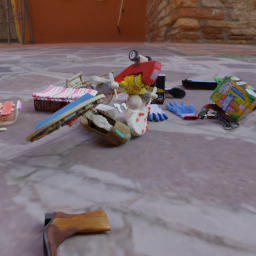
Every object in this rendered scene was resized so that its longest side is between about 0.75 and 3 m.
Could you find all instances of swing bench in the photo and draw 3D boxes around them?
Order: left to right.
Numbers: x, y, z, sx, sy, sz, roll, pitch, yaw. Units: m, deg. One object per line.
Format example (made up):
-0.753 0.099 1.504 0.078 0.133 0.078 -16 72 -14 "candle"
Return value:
-1.948 -2.253 15.189 2.138 1.387 2.127 0 22 13 "swing bench"

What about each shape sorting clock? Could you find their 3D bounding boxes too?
-1.896 -0.279 8.679 2.759 0.541 2.759 -34 5 3 "shape sorting clock"

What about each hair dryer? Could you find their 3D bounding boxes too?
3.958 -0.493 12.068 1.683 0.600 2.209 25 35 17 "hair dryer"

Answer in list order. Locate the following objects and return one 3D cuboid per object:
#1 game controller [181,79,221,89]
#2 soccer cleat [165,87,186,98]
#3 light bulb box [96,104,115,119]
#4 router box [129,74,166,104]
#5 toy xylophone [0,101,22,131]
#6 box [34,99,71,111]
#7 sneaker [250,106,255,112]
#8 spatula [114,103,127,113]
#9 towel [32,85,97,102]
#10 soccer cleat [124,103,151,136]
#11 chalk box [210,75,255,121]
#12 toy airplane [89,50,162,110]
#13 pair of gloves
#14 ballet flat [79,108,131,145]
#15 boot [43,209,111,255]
4.792 -2.823 17.567 2.837 0.597 1.480 4 22 7 "game controller"
2.312 -1.975 15.529 1.763 0.601 0.645 4 9 6 "soccer cleat"
-1.189 -0.593 11.979 0.923 0.576 0.915 19 29 41 "light bulb box"
0.972 -2.033 14.381 1.883 1.480 0.492 5 22 13 "router box"
-5.809 -0.467 11.460 2.898 0.728 2.122 -10 24 -23 "toy xylophone"
-3.621 -1.174 13.457 1.584 0.593 0.793 3 21 2 "box"
5.453 -1.120 13.262 0.986 0.646 1.706 16 28 42 "sneaker"
-0.091 -1.024 13.704 1.009 0.117 1.451 -4 22 -12 "spatula"
-2.965 -1.643 13.365 2.602 0.389 1.904 5 20 11 "towel"
0.274 -0.359 11.198 1.036 0.926 2.672 -19 21 19 "soccer cleat"
4.469 -1.458 12.045 1.247 1.238 1.998 -13 52 -48 "chalk box"
-0.087 -1.458 10.609 2.629 1.855 2.618 -13 -19 -8 "toy airplane"
1.832 -0.810 12.907 2.763 0.315 2.221 -2 22 -6 "pair of gloves"
-1.124 -0.244 10.298 2.928 0.993 1.059 30 -8 45 "ballet flat"
-1.008 2.114 5.632 1.326 0.454 1.249 2 13 -15 "boot"
